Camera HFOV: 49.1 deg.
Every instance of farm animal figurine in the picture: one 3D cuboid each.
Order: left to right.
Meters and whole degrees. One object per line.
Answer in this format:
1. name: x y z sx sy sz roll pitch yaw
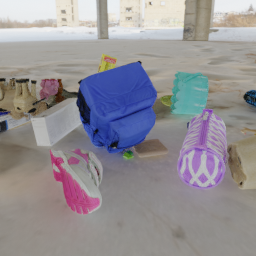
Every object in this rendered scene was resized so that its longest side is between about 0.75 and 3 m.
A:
1. farm animal figurine: -3.584 -0.954 9.744 2.864 1.510 2.896 3 11 9

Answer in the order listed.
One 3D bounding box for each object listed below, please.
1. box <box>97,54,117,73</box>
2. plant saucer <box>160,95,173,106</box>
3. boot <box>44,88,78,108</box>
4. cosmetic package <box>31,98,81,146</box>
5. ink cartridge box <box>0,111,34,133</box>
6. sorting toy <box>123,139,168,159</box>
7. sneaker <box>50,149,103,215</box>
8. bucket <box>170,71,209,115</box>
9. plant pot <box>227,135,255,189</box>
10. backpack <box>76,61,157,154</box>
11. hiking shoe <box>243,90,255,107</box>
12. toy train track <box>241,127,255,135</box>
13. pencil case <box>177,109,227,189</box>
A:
1. box: -0.847 -1.917 10.084 0.524 1.391 0.349 12 19 -24
2. plant saucer: 2.195 -1.233 12.971 1.428 0.222 1.428 0 22 0
3. boot: -3.115 -1.131 12.084 2.344 0.794 1.531 9 29 24
4. cosmetic package: -2.320 -0.279 9.601 0.589 0.961 2.327 -2 20 20
5. ink cartridge box: -5.324 -0.569 10.782 2.933 0.689 2.899 11 26 28
6. sorting toy: 0.443 0.645 8.325 1.302 0.192 0.963 -8 20 -9
7. sneaker: -1.034 1.020 6.417 1.056 0.973 2.393 -13 26 -24
8. bucket: 2.459 -1.394 11.383 1.221 1.877 1.877 7 22 1
9. plant pot: 3.251 0.745 6.545 1.532 1.674 1.674 -10 22 3
10. backpack: -0.402 -0.335 8.118 2.010 2.075 2.473 -16 -17 -19
11. hiking shoe: 5.564 -1.204 12.217 1.025 0.879 2.364 6 12 24
12. toy train track: 4.431 0.161 9.618 1.239 0.202 0.711 0 14 -15
13. pencil case: 2.065 0.446 7.518 1.197 1.219 2.852 10 25 14
